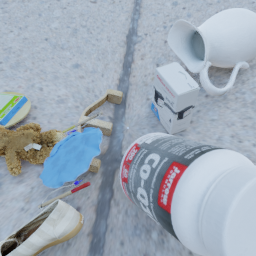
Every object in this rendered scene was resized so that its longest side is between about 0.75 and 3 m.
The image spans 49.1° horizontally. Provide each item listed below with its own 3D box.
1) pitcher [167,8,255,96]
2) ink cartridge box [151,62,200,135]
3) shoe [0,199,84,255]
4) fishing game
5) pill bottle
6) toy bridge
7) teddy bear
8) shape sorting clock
[{"bbox_3d":[3.048,-2.387,8.736,2.955,1.791,2.535,-20,82,-27],"label":"pitcher"},{"bbox_3d":[1.196,-0.766,7.460,0.650,1.552,1.126,-20,54,-16],"label":"ink cartridge box"},{"bbox_3d":[-2.000,2.151,5.328,2.438,0.651,0.852,-33,31,6],"label":"shoe"},{"bbox_3d":[-1.225,0.670,6.227,1.743,0.378,2.435,-27,33,17],"label":"fishing game"},{"bbox_3d":[1.154,1.086,4.882,1.699,1.699,2.983,-26,16,-19],"label":"pill bottle"},{"bbox_3d":[-0.889,-0.050,7.655,0.916,0.371,2.726,15,53,2],"label":"toy bridge"},{"bbox_3d":[-2.589,0.493,7.176,2.073,0.692,1.503,-11,67,-12],"label":"teddy bear"},{"bbox_3d":[-3.681,-0.498,8.046,1.749,0.343,1.749,-4,41,3],"label":"shape sorting clock"}]
